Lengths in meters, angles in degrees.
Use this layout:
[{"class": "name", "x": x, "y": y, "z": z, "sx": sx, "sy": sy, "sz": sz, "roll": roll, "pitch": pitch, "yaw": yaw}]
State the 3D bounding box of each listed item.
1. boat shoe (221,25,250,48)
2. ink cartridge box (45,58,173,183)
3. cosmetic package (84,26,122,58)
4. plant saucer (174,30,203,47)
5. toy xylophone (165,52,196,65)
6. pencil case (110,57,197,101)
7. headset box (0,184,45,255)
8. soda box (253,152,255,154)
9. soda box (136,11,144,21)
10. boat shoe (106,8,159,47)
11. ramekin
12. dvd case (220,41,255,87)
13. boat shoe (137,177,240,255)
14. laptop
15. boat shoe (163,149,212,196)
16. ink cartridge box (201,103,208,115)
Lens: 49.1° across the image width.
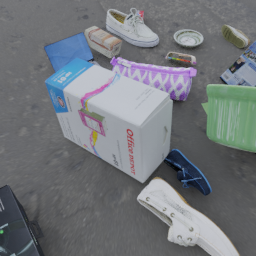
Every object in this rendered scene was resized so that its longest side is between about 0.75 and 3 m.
[{"class": "boat shoe", "x": 4.456, "y": -3.812, "z": 11.625, "sx": 0.480, "sy": 0.524, "sz": 1.402, "roll": -19, "pitch": 59, "yaw": -23}, {"class": "ink cartridge box", "x": -0.463, "y": -0.232, "z": 7.243, "sx": 2.984, "sy": 2.157, "sz": 1.263, "roll": 25, "pitch": 54, "yaw": 27}, {"class": "cosmetic package", "x": -0.969, "y": -3.277, "z": 10.651, "sx": 1.310, "sy": 0.572, "sz": 0.677, "roll": 31, "pitch": 45, "yaw": 12}, {"class": "plant saucer", "x": 2.480, "y": -3.626, "z": 11.558, "sx": 1.208, "sy": 0.303, "sz": 1.208, "roll": 0, "pitch": 49, "yaw": 1}, {"class": "toy xylophone", "x": 2.066, "y": -2.641, "z": 10.589, "sx": 1.173, "sy": 0.295, "sz": 0.859, "roll": 22, "pitch": 18, "yaw": 35}, {"class": "pencil case", "x": 0.766, "y": -1.678, "z": 9.297, "sx": 2.785, "sy": 1.191, "sz": 1.169, "roll": 10, "pitch": 51, "yaw": 8}, {"class": "headset box", "x": -2.919, "y": 2.608, "z": 5.660, "sx": 2.364, "sy": 1.097, "sz": 2.058, "roll": -28, "pitch": 54, "yaw": -22}, {"class": "soda box", "x": 3.509, "y": 0.159, "z": 8.112, "sx": 0.634, "sy": 0.568, "sz": 1.793, "roll": -37, "pitch": 60, "yaw": -27}, {"class": "soda box", "x": 0.506, "y": -4.894, "z": 12.615, "sx": 0.323, "sy": 0.357, "sz": 1.019, "roll": 6, "pitch": 49, "yaw": 5}, {"class": "boat shoe", "x": 0.161, "y": -4.332, "z": 11.606, "sx": 2.685, "sy": 1.145, "sz": 0.992, "roll": 36, "pitch": 58, "yaw": 27}, {"class": "ramekin", "x": 3.113, "y": -0.231, "z": 6.498, "sx": 2.663, "sy": 1.301, "sz": 2.663, "roll": 6, "pitch": 8, "yaw": -1}, {"class": "dvd case", "x": 4.130, "y": -1.967, "z": 9.384, "sx": 0.159, "sy": 1.814, "sz": 1.294, "roll": 17, "pitch": 34, "yaw": -45}, {"class": "boat shoe", "x": 1.227, "y": 2.210, "z": 6.212, "sx": 0.878, "sy": 0.897, "sz": 2.533, "roll": -38, "pitch": 54, "yaw": -21}, {"class": "laptop", "x": -1.799, "y": -2.366, "z": 10.011, "sx": 1.613, "sy": 0.998, "sz": 1.722, "roll": -30, "pitch": 55, "yaw": -22}, {"class": "boat shoe", "x": 1.495, "y": 1.225, "z": 7.274, "sx": 0.546, "sy": 0.669, "sz": 1.590, "roll": -29, "pitch": 38, "yaw": -13}, {"class": "ink cartridge box", "x": 3.171, "y": -0.664, "z": 9.021, "sx": 1.310, "sy": 0.314, "sz": 0.953, "roll": -9, "pitch": 51, "yaw": -10}]
